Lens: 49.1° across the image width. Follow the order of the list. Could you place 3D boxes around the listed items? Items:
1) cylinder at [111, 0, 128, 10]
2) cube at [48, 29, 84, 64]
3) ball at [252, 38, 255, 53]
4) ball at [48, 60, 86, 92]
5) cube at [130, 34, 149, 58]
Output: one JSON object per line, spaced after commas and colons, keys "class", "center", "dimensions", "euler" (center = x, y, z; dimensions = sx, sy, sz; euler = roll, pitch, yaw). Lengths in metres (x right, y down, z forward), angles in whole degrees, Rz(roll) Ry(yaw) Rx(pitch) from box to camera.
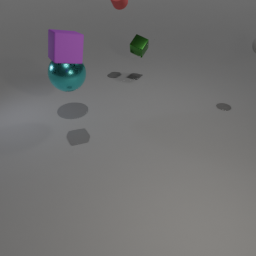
{"class": "cylinder", "center": [-0.404, -5.553, 11.968], "dimensions": [0.700, 0.700, 0.700], "euler": [8, -5, 13]}
{"class": "cube", "center": [-1.539, -2.001, 6.878], "dimensions": [0.700, 0.700, 0.700], "euler": [-5, 26, -27]}
{"class": "ball", "center": [4.656, -2.867, 9.646], "dimensions": [0.700, 0.700, 0.700], "euler": [0, 32, 0]}
{"class": "ball", "center": [-2.259, -2.049, 10.403], "dimensions": [1.400, 1.400, 1.400], "euler": [0, 32, 0]}
{"class": "cube", "center": [0.560, -4.098, 14.003], "dimensions": [0.700, 0.700, 0.700], "euler": [29, 75, 12]}
